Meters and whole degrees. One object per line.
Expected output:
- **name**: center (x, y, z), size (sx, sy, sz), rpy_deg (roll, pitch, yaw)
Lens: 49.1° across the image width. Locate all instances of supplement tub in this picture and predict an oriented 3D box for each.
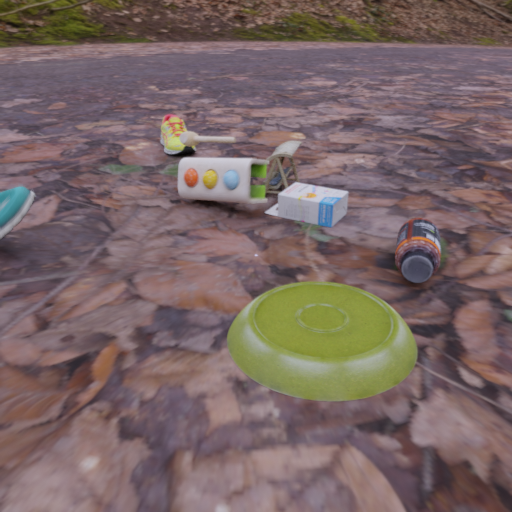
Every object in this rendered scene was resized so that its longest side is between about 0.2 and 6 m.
- **supplement tub**: center (2.586, -0.071, 8.961), size (0.703, 0.703, 1.315), rpy_deg (7, 27, 15)

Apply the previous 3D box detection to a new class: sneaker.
- **sneaker**: center (-4.901, -0.690, 9.272), size (2.553, 1.017, 0.989), rpy_deg (-12, 43, 12)
- **sneaker**: center (-2.248, -3.388, 15.523), size (0.801, 0.926, 2.050), rpy_deg (-10, 29, -24)

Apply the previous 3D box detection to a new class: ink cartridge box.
- **ink cartridge box**: center (0.994, -1.064, 11.222), size (1.478, 0.501, 0.851), rpy_deg (13, 29, 25)

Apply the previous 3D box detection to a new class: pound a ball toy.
- **pound a ball toy**: center (-0.833, -1.819, 11.340), size (2.164, 1.411, 0.919), rpy_deg (9, 11, 36)

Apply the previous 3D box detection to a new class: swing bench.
- **swing bench**: center (0.570, -1.921, 12.352), size (0.686, 1.058, 1.052), rpy_deg (7, 27, 15)

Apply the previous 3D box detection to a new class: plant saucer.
- **plant saucer**: center (0.848, 0.932, 7.269), size (2.454, 0.381, 2.454), rpy_deg (1, 25, 0)
